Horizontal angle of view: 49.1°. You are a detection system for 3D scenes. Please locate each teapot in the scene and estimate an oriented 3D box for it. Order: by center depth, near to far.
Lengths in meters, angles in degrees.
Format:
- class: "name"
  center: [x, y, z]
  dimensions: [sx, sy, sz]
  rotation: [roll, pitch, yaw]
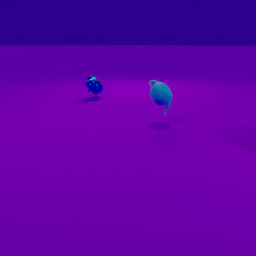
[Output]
- class: "teapot"
  center: [0.912, -0.894, 7.872]
  dimensions: [0.534, 1.090, 0.678]
  rotation: [-36, -15, 29]
- class: "teapot"
  center: [-1.373, -1.656, 11.214]
  dimensions: [0.793, 0.625, 1.276]
  rotation: [50, 5, 21]
